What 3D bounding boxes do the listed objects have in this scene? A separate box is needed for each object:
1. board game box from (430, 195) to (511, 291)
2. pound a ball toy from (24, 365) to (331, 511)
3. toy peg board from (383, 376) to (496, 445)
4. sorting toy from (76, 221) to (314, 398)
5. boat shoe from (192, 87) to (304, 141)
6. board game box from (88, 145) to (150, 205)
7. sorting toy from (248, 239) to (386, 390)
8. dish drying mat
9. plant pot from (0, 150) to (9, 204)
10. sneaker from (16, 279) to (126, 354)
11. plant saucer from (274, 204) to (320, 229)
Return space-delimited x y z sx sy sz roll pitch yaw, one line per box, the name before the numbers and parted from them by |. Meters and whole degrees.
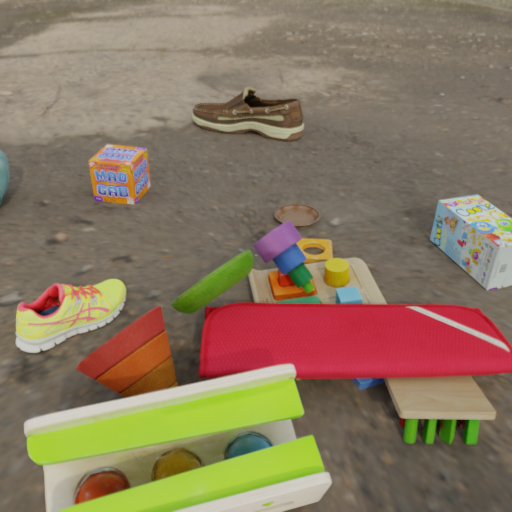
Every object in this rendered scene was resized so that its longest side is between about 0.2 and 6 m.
board game box | 4.024 -0.287 9.978 0.885 0.901 1.718 -10 35 -16
pound a ball toy | -0.928 2.560 5.513 3.248 1.380 2.118 -10 58 -13
toy peg board | 2.229 1.896 7.101 1.123 0.549 1.119 1 17 0
sorting toy | -0.485 0.921 7.853 3.924 1.361 1.351 -34 88 -35
boat shoe | -0.241 -4.096 15.553 3.303 1.222 1.220 11 34 16
board game box | -2.958 -1.782 12.245 0.946 0.946 0.947 7 34 9
sorting toy | 1.021 0.582 8.991 2.140 0.518 3.801 -4 33 -7
dish drying mat | 1.314 1.113 7.683 4.107 0.374 1.577 1 27 -3
plant pot | -5.808 -1.482 11.543 1.484 1.484 0.994 -15 63 -22
sneaker | -2.767 0.723 8.494 0.724 0.836 1.851 24 38 34
plant saucer | 0.834 -0.781 11.427 0.917 0.168 0.917 -1 33 0
